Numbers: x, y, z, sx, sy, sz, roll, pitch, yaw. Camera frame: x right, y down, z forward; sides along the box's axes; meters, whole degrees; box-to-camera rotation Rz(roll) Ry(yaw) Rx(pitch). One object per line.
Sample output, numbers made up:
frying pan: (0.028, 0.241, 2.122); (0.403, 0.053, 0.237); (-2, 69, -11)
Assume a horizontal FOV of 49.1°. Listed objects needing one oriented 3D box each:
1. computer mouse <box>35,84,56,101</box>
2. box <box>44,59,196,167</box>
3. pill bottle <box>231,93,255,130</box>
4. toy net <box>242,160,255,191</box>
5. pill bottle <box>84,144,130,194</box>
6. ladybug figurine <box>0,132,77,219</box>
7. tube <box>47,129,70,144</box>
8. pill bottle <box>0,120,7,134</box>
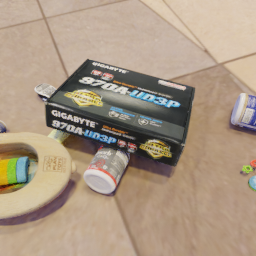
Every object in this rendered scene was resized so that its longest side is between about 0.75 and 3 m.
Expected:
computer mouse: (-1.933, -0.802, 7.536); (1.323, 0.290, 0.726); (29, 47, 20)
box: (-0.040, -0.523, 6.600); (2.999, 0.690, 2.384); (17, 39, 7)
pill bottle: (3.353, -0.297, 6.872); (1.414, 0.818, 0.818); (17, 57, 11)
toy net: (3.204, 0.950, 6.378); (1.220, 0.236, 0.640); (-20, 55, -16)
pill bottle: (-0.390, 0.742, 6.165); (0.724, 0.724, 1.250); (18, 47, 12)
ladybug figurine: (-2.432, 1.022, 5.836); (2.745, 0.987, 1.863); (-3, 56, -1)
tube: (-1.477, -0.091, 7.001); (0.416, 0.465, 1.604); (38, 61, 0)
pill bottle: (-3.230, 0.152, 6.608); (0.435, 0.435, 0.784); (5, 27, 3)
